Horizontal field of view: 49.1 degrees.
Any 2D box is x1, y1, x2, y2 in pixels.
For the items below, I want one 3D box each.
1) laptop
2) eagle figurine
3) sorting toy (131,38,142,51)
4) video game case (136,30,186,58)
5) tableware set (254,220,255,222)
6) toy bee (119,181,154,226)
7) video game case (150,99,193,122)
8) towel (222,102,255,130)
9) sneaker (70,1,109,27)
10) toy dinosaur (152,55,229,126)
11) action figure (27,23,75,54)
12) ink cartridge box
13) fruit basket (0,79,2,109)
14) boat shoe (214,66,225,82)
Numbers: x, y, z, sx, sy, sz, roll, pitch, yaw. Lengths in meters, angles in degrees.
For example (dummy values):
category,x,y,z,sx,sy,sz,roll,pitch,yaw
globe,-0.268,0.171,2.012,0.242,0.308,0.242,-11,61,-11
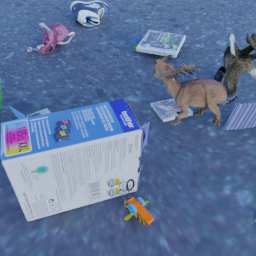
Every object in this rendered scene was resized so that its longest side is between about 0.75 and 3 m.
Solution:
category,x,y,z,sx,sy,sz,roll,pitch,yaw
laptop,-2.566,-0.362,7.731,1.083,0.628,1.014,-25,45,-28
eagle figurine,3.163,-1.735,8.064,1.420,1.871,1.412,-18,73,-31
sorting toy,1.165,-3.463,11.927,2.122,0.289,1.195,6,43,7
video game case,1.401,-3.539,11.631,1.648,0.212,1.813,14,44,15
tableware set,2.840,1.935,5.207,0.535,0.162,0.809,-11,40,-13
toy bee,0.137,1.534,5.557,0.599,0.497,0.914,-8,63,-23
video game case,1.307,-0.570,8.401,1.002,0.115,0.913,-13,40,-16
towel,3.173,-0.336,7.356,1.269,0.919,0.151,-6,46,-16
sneaker,-1.688,-5.799,14.541,2.326,0.937,1.703,-14,57,-37
toy dinosaur,1.784,-0.963,7.154,2.348,1.591,1.008,2,23,-11
action figure,-3.234,-3.555,11.731,1.450,1.305,1.948,27,39,-23
ink cartridge box,-0.790,0.583,5.501,2.783,1.898,1.062,-11,45,-14
fruit basket,-4.619,-1.130,7.162,2.228,1.607,2.228,10,32,-7
boat shoe,3.202,-1.717,9.577,0.500,0.443,1.337,15,41,18
